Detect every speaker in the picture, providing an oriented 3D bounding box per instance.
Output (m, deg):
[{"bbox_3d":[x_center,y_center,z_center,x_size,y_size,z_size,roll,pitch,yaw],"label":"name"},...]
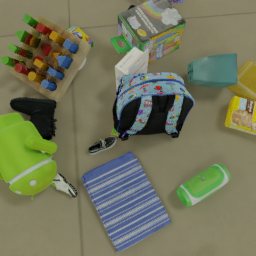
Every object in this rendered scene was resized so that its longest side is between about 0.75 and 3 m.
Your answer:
[{"bbox_3d":[2.576,1.934,9.572,1.792,0.793,0.793,-29,70,-12],"label":"speaker"}]

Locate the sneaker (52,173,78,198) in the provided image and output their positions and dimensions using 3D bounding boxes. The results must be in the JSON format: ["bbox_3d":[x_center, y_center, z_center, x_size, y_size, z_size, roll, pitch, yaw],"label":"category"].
[{"bbox_3d":[-2.204,2.073,9.763,1.090,0.402,0.436,40,84,20],"label":"sneaker"}]

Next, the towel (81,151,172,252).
[{"bbox_3d":[-0.115,2.427,9.657,2.092,0.345,2.889,-25,71,-13],"label":"towel"}]

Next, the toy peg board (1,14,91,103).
[{"bbox_3d":[-3.305,-2.774,10.724,2.620,1.287,2.631,33,98,13],"label":"toy peg board"}]

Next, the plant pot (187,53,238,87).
[{"bbox_3d":[3.194,-2.180,10.860,1.627,1.150,1.150,-3,91,-5],"label":"plant pot"}]

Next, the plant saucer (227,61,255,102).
[{"bbox_3d":[5.167,-1.840,11.355,1.748,0.424,1.749,42,73,17],"label":"plant saucer"}]

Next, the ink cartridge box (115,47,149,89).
[{"bbox_3d":[0.138,-2.175,10.607,0.692,2.049,1.194,36,71,14],"label":"ink cartridge box"}]

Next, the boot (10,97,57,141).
[{"bbox_3d":[-3.606,-0.313,10.584,1.915,0.709,1.569,2,69,-2],"label":"boot"}]

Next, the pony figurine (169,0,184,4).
[{"bbox_3d":[1.255,-6.093,12.573,2.337,2.016,2.421,-30,55,-21],"label":"pony figurine"}]

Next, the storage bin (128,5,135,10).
[{"bbox_3d":[0.213,-5.004,12.676,0.655,0.454,0.969,26,70,11],"label":"storage bin"}]

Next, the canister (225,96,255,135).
[{"bbox_3d":[4.705,-0.397,10.566,1.781,0.771,1.323,17,68,8],"label":"canister"}]

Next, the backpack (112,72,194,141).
[{"bbox_3d":[0.807,-0.912,9.541,2.640,2.892,1.945,-2,68,-6],"label":"backpack"}]

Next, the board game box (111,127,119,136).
[{"bbox_3d":[-0.233,-0.188,10.796,0.537,0.168,1.124,15,70,4],"label":"board game box"}]

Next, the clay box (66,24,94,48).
[{"bbox_3d":[-2.287,-3.914,12.264,0.846,0.350,1.472,-39,73,-16],"label":"clay box"}]

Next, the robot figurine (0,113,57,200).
[{"bbox_3d":[-3.507,0.936,9.314,2.528,1.667,2.881,-31,89,21],"label":"robot figurine"}]

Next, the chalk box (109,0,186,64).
[{"bbox_3d":[0.643,-3.793,11.490,2.784,1.724,1.732,-28,71,-10],"label":"chalk box"}]

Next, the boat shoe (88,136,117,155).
[{"bbox_3d":[-0.957,0.589,10.338,1.150,0.393,0.425,-22,69,-9],"label":"boat shoe"}]

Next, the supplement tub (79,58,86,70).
[{"bbox_3d":[-2.404,-2.978,11.598,1.164,0.840,0.840,33,71,14],"label":"supplement tub"}]
